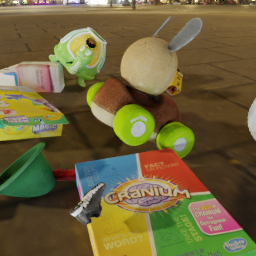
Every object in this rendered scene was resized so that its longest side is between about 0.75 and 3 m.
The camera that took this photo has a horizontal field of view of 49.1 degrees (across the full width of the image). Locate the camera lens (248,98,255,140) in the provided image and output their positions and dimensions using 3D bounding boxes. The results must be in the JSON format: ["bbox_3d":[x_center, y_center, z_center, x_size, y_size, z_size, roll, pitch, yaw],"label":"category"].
[{"bbox_3d":[4.181,-0.444,6.837,1.785,1.785,2.232,24,35,39],"label":"camera lens"}]

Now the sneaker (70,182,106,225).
[{"bbox_3d":[-0.491,1.079,3.967,0.260,0.354,0.782,-37,3,31],"label":"sneaker"}]

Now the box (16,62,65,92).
[{"bbox_3d":[-3.316,-1.950,10.717,1.573,1.005,0.857,-1,27,-1],"label":"box"}]

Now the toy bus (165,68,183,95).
[{"bbox_3d":[1.620,-1.756,9.854,0.599,1.160,1.094,-16,10,44],"label":"toy bus"}]

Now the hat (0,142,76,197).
[{"bbox_3d":[-1.614,1.197,5.429,1.624,1.429,1.345,-34,19,20],"label":"hat"}]

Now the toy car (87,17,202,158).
[{"bbox_3d":[0.649,-1.184,6.589,2.296,2.910,2.390,20,12,-31],"label":"toy car"}]

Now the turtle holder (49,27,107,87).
[{"bbox_3d":[-1.856,-2.937,10.864,1.982,1.853,2.609,47,15,7],"label":"turtle holder"}]

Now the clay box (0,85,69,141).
[{"bbox_3d":[-2.980,-0.434,7.603,1.669,0.691,2.904,-4,27,-40],"label":"clay box"}]

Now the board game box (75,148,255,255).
[{"bbox_3d":[0.343,1.367,4.629,2.088,0.550,2.729,-8,28,-16],"label":"board game box"}]

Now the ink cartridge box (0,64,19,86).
[{"bbox_3d":[-4.572,-2.158,11.567,1.049,0.606,1.437,11,29,20],"label":"ink cartridge box"}]
